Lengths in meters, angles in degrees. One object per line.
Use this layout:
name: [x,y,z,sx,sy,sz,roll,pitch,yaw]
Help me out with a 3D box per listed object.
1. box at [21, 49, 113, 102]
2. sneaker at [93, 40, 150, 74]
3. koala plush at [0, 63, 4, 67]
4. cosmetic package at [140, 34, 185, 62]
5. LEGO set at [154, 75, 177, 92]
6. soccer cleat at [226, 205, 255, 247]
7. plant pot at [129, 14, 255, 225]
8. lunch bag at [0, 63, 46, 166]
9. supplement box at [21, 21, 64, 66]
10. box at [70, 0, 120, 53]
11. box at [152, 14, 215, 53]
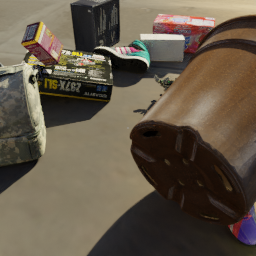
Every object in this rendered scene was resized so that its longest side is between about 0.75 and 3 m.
box: [-2.018,-1.918,9.498,2.912,0.718,2.325,6,35,-12]
sneaker: [-0.137,-2.947,11.037,2.258,0.944,1.363,17,45,9]
koala plush: [-4.554,-1.675,9.081,2.127,1.955,1.886,23,39,-6]
cosmetic package: [1.376,-3.300,11.532,1.777,0.956,0.754,1,35,-1]
LEGO set: [1.714,-1.372,9.255,1.783,0.505,1.158,9,6,6]
soccer cleat: [2.211,1.424,5.564,0.613,0.657,1.796,3,37,5]
plant pot: [1.731,-0.045,5.111,2.896,2.896,2.867,28,57,31]
lunch bag: [-3.293,-0.365,6.661,2.577,2.162,1.796,-6,38,-8]
supplement box: [-2.507,-2.468,8.299,0.567,1.099,0.719,-4,63,25]
box: [-1.356,-4.600,12.337,1.211,2.029,2.063,19,41,23]
box: [2.449,-4.190,12.448,2.605,1.243,1.298,9,38,12]
